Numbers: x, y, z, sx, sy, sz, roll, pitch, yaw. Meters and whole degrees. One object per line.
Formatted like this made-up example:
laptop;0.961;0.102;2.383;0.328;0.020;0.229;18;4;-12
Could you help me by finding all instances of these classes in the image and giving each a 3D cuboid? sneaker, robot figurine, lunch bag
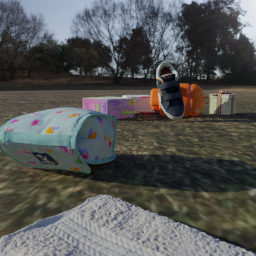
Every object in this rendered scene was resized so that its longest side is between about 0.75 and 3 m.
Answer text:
sneaker;1.649;-1.549;11.245;0.951;2.424;0.962;-15;-21;-3
robot figurine;2.324;-1.273;12.689;2.571;1.850;1.499;2;35;14
lunch bag;-1.209;0.191;5.140;1.579;1.130;1.853;4;5;17

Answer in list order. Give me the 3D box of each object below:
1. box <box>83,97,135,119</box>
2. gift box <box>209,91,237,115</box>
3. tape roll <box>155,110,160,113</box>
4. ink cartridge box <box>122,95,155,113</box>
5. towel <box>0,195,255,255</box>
box;-0.863;-0.910;12.398;1.560;0.857;1.773;-9;12;-43
gift box;4.525;-1.246;13.605;1.199;1.120;1.107;9;13;38
tape roll;1.905;-1.052;14.333;1.177;0.500;1.177;1;9;0
ink cartridge box;0.524;-1.259;14.456;1.479;0.858;2.004;-1;8;-5
towel;0.001;1.064;2.213;2.082;0.359;1.380;8;13;40
